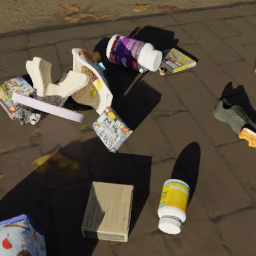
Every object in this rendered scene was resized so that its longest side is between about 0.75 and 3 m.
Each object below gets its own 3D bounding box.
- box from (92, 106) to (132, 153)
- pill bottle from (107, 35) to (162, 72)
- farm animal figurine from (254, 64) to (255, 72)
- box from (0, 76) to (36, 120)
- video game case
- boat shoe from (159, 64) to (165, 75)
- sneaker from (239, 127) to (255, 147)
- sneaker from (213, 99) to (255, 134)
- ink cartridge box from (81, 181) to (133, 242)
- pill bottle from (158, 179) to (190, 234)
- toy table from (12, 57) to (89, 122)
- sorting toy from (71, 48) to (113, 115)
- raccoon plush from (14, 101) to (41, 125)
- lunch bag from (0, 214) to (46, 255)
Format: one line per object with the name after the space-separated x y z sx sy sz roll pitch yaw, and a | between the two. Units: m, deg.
-0.609 0.023 10.064 1.019 0.297 1.489 -50 51 10 | box
0.314 -3.547 13.510 2.476 1.392 1.392 23 50 22 | pill bottle
6.758 -2.367 12.841 1.455 0.906 1.801 -14 48 12 | farm animal figurine
-4.795 -1.360 12.110 1.444 0.398 2.114 -31 54 -26 | box
2.270 -3.450 14.108 1.600 0.226 1.770 -23 50 -29 | video game case
1.680 -2.923 13.678 0.293 0.293 0.793 -4 46 -3 | boat shoe
4.792 0.515 10.327 1.434 0.553 0.523 32 20 11 | sneaker
4.235 -0.426 10.889 1.955 0.887 0.742 36 54 28 | sneaker
-0.566 2.446 8.329 1.307 0.596 1.586 6 46 4 | ink cartridge box
1.346 2.317 8.311 0.814 0.814 1.444 11 48 11 | pill bottle
-2.839 -1.449 10.587 2.905 2.670 1.701 17 91 6 | toy table
-1.271 -1.614 11.010 1.266 2.369 2.133 -20 60 -26 | sorting toy
-3.956 -0.664 11.089 0.806 0.582 1.203 -18 88 -20 | raccoon plush
-3.383 3.640 6.444 2.774 1.718 2.359 -16 47 -7 | lunch bag
